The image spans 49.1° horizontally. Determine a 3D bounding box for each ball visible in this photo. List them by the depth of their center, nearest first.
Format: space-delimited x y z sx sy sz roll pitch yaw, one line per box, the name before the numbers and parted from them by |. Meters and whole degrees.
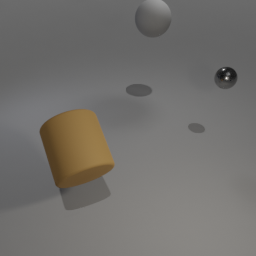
ball | 3.082 -1.574 8.830 0.700 0.700 0.700 0 33 0
ball | 0.967 -4.225 10.806 1.400 1.400 1.400 0 33 0

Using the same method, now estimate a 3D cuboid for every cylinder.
cylinder | -1.194 0.494 6.562 1.400 1.400 1.400 -15 70 -22
